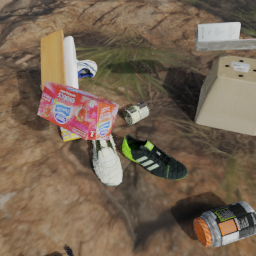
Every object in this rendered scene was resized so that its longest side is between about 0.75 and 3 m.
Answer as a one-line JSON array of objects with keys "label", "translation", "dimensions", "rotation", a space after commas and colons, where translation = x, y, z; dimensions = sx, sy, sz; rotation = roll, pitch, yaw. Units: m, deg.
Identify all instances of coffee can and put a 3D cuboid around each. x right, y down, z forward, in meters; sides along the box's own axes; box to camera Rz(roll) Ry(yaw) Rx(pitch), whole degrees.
[{"label": "coffee can", "translation": [0.371, -0.643, 12.029], "dimensions": [0.948, 0.694, 0.694], "rotation": [-29, 52, -25]}]

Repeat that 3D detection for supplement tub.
[{"label": "supplement tub", "translation": [2.888, 2.880, 8.346], "dimensions": [1.671, 1.024, 1.024], "rotation": [-12, 47, -11]}]

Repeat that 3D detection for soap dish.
[{"label": "soap dish", "translation": [-2.360, -1.865, 9.875], "dimensions": [1.091, 2.686, 2.113], "rotation": [-3, 82, -7]}]

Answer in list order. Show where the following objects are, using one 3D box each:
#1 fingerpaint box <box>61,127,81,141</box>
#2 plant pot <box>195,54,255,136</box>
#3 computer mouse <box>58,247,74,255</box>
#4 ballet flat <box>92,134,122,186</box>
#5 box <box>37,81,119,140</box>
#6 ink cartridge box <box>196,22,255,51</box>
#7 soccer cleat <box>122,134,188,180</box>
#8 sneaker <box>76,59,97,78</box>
[{"label": "fingerpaint box", "translation": [-2.247, 0.059, 11.574], "dimensions": [0.993, 0.364, 0.828], "rotation": [-13, 46, -12]}, {"label": "plant pot", "translation": [4.450, -1.581, 11.850], "dimensions": [2.578, 2.285, 2.581], "rotation": [12, 48, 12]}, {"label": "computer mouse", "translation": [-1.914, 3.943, 7.886], "dimensions": [1.035, 0.238, 0.726], "rotation": [-26, 52, -32]}, {"label": "ballet flat", "translation": [-0.922, 0.813, 10.454], "dimensions": [1.022, 1.022, 2.849], "rotation": [-12, 47, -11]}, {"label": "box", "translation": [-1.185, -0.416, 6.480], "dimensions": [1.749, 0.872, 0.835], "rotation": [24, 12, 33]}, {"label": "ink cartridge box", "translation": [3.683, -3.197, 9.936], "dimensions": [2.465, 0.618, 2.840], "rotation": [1, 10, 13]}, {"label": "soccer cleat", "translation": [0.915, 1.045, 10.116], "dimensions": [2.618, 1.061, 0.884], "rotation": [23, 50, 21]}, {"label": "sneaker", "translation": [-2.693, -3.015, 14.277], "dimensions": [2.185, 0.822, 0.963], "rotation": [-1, 45, 0]}]
